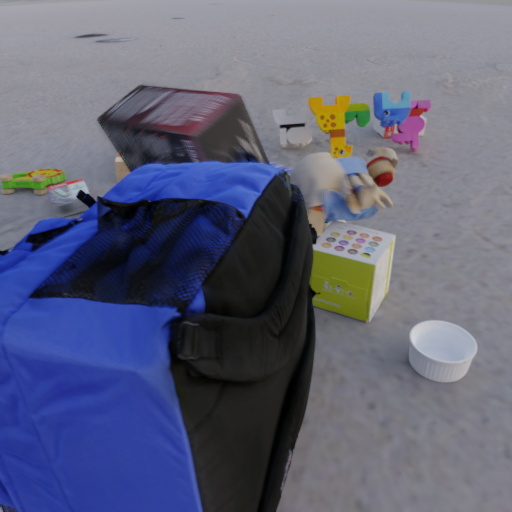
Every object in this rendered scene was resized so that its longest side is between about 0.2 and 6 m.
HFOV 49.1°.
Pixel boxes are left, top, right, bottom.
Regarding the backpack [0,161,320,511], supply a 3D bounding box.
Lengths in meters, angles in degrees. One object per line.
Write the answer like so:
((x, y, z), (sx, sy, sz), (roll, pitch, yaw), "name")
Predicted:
((-1.210, 0.745, 6.874), (3.887, 3.764, 4.632), (9, 34, 16), "backpack")

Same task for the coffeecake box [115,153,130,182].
((-3.047, -2.646, 15.294), (1.348, 0.642, 1.756), (-3, 32, -5), "coffeecake box")

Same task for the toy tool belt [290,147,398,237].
((1.697, -1.044, 10.170), (2.242, 1.400, 1.378), (-9, 65, -20), "toy tool belt")

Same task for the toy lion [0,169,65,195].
((-5.736, -2.008, 14.544), (1.378, 0.473, 1.321), (1, 25, 3), "toy lion")

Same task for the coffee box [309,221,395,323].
((1.694, 0.255, 10.063), (1.216, 1.218, 1.204), (15, 34, 24), "coffee box")

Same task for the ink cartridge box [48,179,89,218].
((-4.567, -1.524, 13.646), (0.870, 0.402, 1.598), (-18, 36, -16), "ink cartridge box")

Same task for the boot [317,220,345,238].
((1.558, -0.783, 11.981), (0.746, 0.970, 2.030), (6, 32, 9), "boot")

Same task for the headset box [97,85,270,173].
((-1.117, -1.790, 10.742), (3.395, 2.523, 1.273), (19, 58, 42), "headset box")

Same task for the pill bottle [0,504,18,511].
((-2.940, 2.873, 6.625), (0.711, 0.426, 0.426), (-22, 38, -32), "pill bottle")

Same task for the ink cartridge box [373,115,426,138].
((4.564, -4.209, 17.872), (1.379, 0.571, 1.012), (-5, 32, -8), "ink cartridge box")

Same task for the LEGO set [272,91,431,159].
((2.762, -3.476, 15.929), (4.599, 1.887, 1.754), (-2, 1, 5), "LEGO set")

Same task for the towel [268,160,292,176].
((0.498, -1.550, 12.049), (2.250, 0.268, 1.629), (29, 34, 34), "towel")

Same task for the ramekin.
((2.878, 1.505, 8.758), (1.006, 0.490, 1.006), (0, 32, 0), "ramekin")
